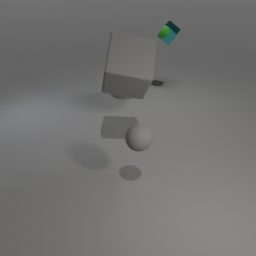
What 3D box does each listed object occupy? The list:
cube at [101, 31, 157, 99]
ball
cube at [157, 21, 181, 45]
[{"bbox_3d":[0.002,-1.888,8.708,1.400,1.400,1.400,9,71,-7],"label":"cube"},{"bbox_3d":[0.279,0.249,7.094,0.700,0.700,0.700,0,29,0],"label":"ball"},{"bbox_3d":[1.927,-4.476,13.176,0.700,0.700,0.700,40,45,-2],"label":"cube"}]
